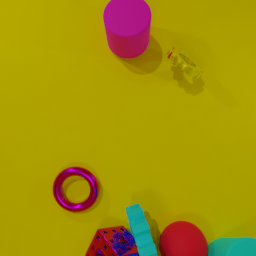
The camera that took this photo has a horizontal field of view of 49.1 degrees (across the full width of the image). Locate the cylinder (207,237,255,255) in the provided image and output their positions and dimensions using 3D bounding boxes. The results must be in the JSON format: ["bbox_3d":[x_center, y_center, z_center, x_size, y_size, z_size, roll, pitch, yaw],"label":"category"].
[{"bbox_3d":[2.636,3.316,6.679,1.315,1.315,1.315,3,68,-7],"label":"cylinder"}]

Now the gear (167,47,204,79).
[{"bbox_3d":[1.551,-1.768,7.592,1.085,1.085,0.201,40,122,4],"label":"gear"}]

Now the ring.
[{"bbox_3d":[-1.391,1.641,7.474,1.250,0.250,1.250,0,95,1],"label":"ring"}]

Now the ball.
[{"bbox_3d":[1.364,2.929,6.956,1.186,1.186,1.186,0,83,0],"label":"ball"}]

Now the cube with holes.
[{"bbox_3d":[-0.342,3.043,6.759,0.885,0.885,0.885,36,106,42],"label":"cube with holes"}]

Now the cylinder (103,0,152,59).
[{"bbox_3d":[-0.007,-2.682,7.527,1.214,1.214,1.214,0,78,1],"label":"cylinder"}]

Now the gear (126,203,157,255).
[{"bbox_3d":[0.362,2.767,6.599,0.346,1.869,1.869,-15,84,-7],"label":"gear"}]
